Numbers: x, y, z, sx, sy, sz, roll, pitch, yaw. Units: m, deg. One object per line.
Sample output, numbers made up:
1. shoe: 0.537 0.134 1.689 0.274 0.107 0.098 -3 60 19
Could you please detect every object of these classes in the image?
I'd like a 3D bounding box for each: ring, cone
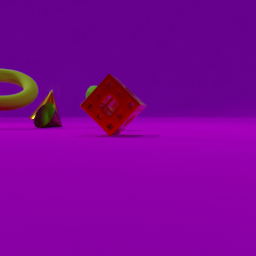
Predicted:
1. ring: -3.667 -1.146 8.115 2.029 0.406 2.029 10 34 -7
2. cone: -2.302 -0.211 8.667 0.841 0.841 0.845 2 -24 34
3. cone: -2.829 -0.781 10.000 1.198 1.203 1.198 10 -6 1

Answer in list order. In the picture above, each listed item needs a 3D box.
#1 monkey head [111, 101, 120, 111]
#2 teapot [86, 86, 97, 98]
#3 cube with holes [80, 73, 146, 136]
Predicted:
1. monkey head: -0.245 -0.784 7.031 0.722 1.199 0.863 -9 36 53
2. teapot: -0.838 -0.864 8.404 0.657 0.834 1.342 -15 21 -26
3. cube with holes: -0.234 -0.394 5.001 0.746 0.746 0.746 45 10 6
